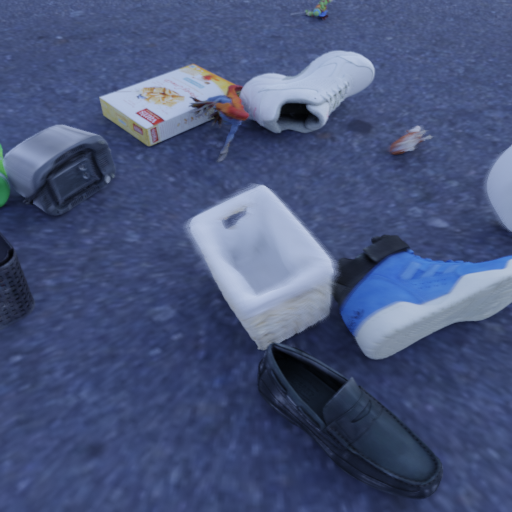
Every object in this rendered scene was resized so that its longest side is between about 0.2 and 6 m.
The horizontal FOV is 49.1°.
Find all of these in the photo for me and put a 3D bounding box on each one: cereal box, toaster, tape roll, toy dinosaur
[{"bbox_3d":[-1.817,-3.339,12.140,2.537,0.501,1.825,-32,51,-30],"label":"cereal box"},{"bbox_3d":[-3.483,-1.499,9.726,1.195,1.051,1.850,26,54,31],"label":"toaster"},{"bbox_3d":[4.580,-1.117,8.759,1.732,1.732,0.606,0,41,0],"label":"tape roll"},{"bbox_3d":[-0.579,-2.924,10.786,1.875,1.085,2.066,10,64,55],"label":"toy dinosaur"}]

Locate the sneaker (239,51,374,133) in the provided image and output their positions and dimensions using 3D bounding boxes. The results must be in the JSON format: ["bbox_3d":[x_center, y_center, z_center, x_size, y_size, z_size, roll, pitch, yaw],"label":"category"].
[{"bbox_3d":[1.288,-3.241,11.736,3.065,1.194,1.523,-24,53,-12],"label":"sneaker"}]

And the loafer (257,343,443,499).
[{"bbox_3d":[0.964,1.776,6.226,2.355,0.827,0.800,30,50,29],"label":"loafer"}]

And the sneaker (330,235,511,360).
[{"bbox_3d":[2.365,0.222,7.754,2.830,1.086,1.574,-21,54,-12],"label":"sneaker"}]

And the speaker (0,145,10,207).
[{"bbox_3d":[-4.861,-1.564,9.978,0.787,0.787,1.780,-17,45,-18],"label":"speaker"}]

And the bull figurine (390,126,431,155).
[{"bbox_3d":[3.053,-2.282,11.050,0.956,0.311,0.580,-39,16,-26],"label":"bull figurine"}]

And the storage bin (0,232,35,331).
[{"bbox_3d":[-4.380,0.495,7.500,2.239,1.050,1.514,-31,50,-28],"label":"storage bin"}]

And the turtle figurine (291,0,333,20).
[{"bbox_3d":[1.758,-7.516,16.594,1.097,0.789,1.063,22,42,18],"label":"turtle figurine"}]

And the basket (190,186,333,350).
[{"bbox_3d":[0.084,0.159,7.638,1.265,1.151,1.866,-27,50,-11],"label":"basket"}]
